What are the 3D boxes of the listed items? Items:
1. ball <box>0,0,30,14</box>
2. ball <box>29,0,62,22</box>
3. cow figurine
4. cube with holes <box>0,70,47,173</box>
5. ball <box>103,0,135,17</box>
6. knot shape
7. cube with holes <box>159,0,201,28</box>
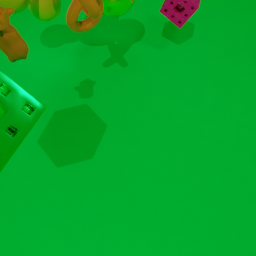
[{"bbox_3d":[-2.921,-3.349,6.863,1.036,1.036,1.036,0,61,0],"label":"ball"},{"bbox_3d":[-2.289,-3.413,7.739,0.880,0.880,0.880,0,61,0],"label":"ball"},{"bbox_3d":[-1.860,-1.435,4.320,0.486,0.886,0.872,-47,27,-20],"label":"cow figurine"},{"bbox_3d":[-2.118,-0.064,3.827,1.166,1.166,1.166,42,52,-24],"label":"cube with holes"},{"bbox_3d":[-0.363,-3.520,7.288,1.175,1.175,1.175,0,61,0],"label":"ball"},{"bbox_3d":[-0.856,-2.681,5.602,0.714,1.545,1.446,7,22,-5],"label":"knot shape"},{"bbox_3d":[1.499,-3.529,8.007,0.779,0.779,0.779,34,44,-14],"label":"cube with holes"}]
